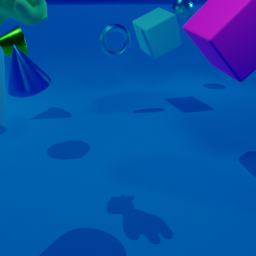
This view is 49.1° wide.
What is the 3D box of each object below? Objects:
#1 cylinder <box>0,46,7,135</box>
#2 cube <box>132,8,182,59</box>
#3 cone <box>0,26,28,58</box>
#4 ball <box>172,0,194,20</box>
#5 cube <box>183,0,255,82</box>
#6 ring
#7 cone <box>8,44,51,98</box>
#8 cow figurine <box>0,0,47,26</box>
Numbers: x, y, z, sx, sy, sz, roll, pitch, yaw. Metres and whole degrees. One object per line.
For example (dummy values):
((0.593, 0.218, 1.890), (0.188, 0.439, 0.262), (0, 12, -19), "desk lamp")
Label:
((-2.137, -0.477, 3.496), (1.120, 1.120, 1.120), (-6, -9, -1), "cylinder")
((1.000, -3.268, 9.641), (1.119, 1.119, 1.119), (-30, 42, -7), "cube")
((-3.906, -2.565, 8.751), (1.138, 1.134, 1.134), (-17, 31, -31), "cone")
((2.222, -4.835, 11.352), (0.864, 0.864, 0.864), (0, 26, 0), "ball")
((2.158, -1.961, 5.717), (1.263, 1.263, 1.263), (-44, 31, 12), "cube")
((-0.413, -2.834, 9.135), (1.065, 1.065, 0.213), (-8, 23, -17), "ring")
((-2.488, -1.455, 6.579), (1.070, 1.074, 1.070), (-5, 41, 4), "cone")
((-1.677, -1.843, 4.136), (1.180, 0.647, 1.161), (29, -6, 2), "cow figurine")
